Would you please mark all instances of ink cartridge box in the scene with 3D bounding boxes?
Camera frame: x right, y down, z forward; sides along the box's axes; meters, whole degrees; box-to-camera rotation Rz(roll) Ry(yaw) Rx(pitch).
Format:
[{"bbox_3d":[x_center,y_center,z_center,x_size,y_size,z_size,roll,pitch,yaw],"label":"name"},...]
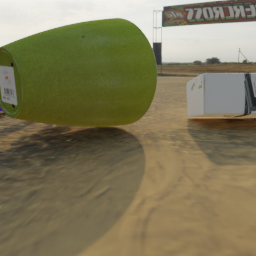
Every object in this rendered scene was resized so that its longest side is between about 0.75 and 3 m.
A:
[{"bbox_3d":[3.217,-0.877,8.054,2.707,1.140,1.957,0,0,-1],"label":"ink cartridge box"}]

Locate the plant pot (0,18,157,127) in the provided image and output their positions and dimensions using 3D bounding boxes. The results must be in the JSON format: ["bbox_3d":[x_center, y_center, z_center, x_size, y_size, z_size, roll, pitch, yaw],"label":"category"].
[{"bbox_3d":[-1.306,-1.125,6.321,2.739,2.739,2.927,12,20,42],"label":"plant pot"}]

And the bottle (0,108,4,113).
[{"bbox_3d":[-4.322,-1.014,10.097,1.096,0.856,2.623,12,17,36],"label":"bottle"}]
